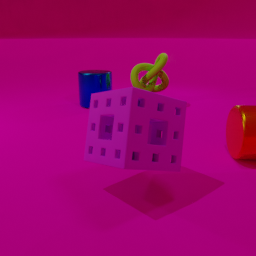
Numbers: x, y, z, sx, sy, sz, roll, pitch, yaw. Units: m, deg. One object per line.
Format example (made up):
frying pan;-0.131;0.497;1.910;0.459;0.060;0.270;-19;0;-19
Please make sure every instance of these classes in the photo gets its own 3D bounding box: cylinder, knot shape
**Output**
cylinder;3.084;0.103;6.493;1.255;1.255;1.255;1;20;2
cylinder;-1.275;-1.558;11.012;1.319;1.319;1.319;0;18;0
knot shape;0.834;-1.969;10.903;1.740;1.859;0.859;-25;54;-33

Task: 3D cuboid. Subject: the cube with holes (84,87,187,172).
cube with holes;0.119;0.066;5.109;1.263;1.263;1.263;9;-5;-37
